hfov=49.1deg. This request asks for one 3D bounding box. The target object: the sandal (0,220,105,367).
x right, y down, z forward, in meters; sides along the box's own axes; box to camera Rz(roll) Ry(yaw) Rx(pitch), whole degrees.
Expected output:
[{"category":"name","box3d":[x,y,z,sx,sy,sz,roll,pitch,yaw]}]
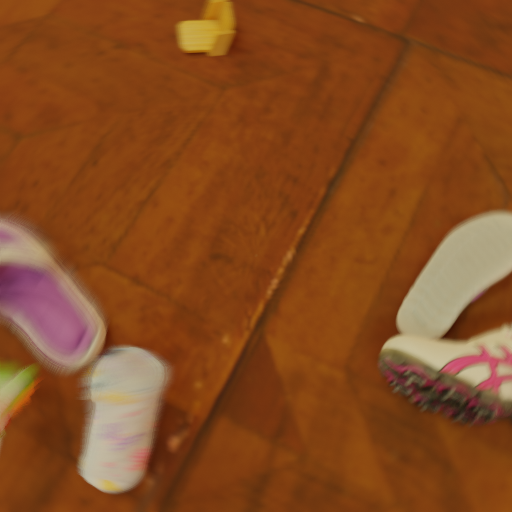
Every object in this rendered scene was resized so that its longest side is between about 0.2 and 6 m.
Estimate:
[{"category":"sandal","box3d":[-3.465,0.366,8.051,3.120,0.767,1.270,33,83,10]}]

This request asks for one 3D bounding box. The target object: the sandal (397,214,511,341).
[{"category":"sandal","box3d":[3.031,0.319,8.370,2.467,0.606,1.004,-42,57,-4]}]

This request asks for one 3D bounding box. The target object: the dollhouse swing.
[{"category":"dollhouse swing","box3d":[-0.937,-4.234,10.296,0.770,0.796,0.876,2,65,-22]}]

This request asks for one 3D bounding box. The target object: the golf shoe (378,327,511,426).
[{"category":"golf shoe","box3d":[3.204,1.560,7.533,3.193,1.159,1.470,18,63,-2]}]

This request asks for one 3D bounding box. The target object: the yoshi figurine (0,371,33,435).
[{"category":"yoshi figurine","box3d":[-3.303,1.882,6.939,0.641,0.644,1.146,41,52,-8]}]

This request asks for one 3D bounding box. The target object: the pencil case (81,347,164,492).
[{"category":"pencil case","box3d":[-1.662,2.036,6.860,0.789,1.899,0.861,30,35,21]}]
